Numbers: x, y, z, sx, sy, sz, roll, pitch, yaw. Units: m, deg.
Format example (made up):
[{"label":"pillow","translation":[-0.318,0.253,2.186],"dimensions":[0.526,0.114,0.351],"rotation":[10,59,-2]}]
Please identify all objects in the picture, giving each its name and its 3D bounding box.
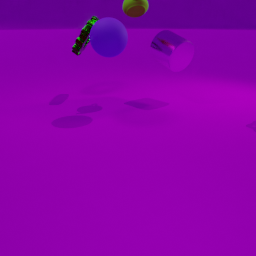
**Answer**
[{"label":"ball","translation":[-0.581,-2.724,8.464],"dimensions":[1.152,1.152,1.152],"rotation":[0,21,0]},{"label":"teapot","translation":[0.233,-4.263,9.509],"dimensions":[0.882,0.695,1.419],"rotation":[-8,-13,2]},{"label":"gear","translation":[-1.626,-3.571,10.896],"dimensions":[0.297,1.606,1.606],"rotation":[34,19,-10]},{"label":"cylinder","translation":[1.618,-2.857,10.374],"dimensions":[1.185,1.185,1.185],"rotation":[-14,42,-32]}]
